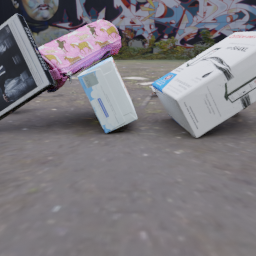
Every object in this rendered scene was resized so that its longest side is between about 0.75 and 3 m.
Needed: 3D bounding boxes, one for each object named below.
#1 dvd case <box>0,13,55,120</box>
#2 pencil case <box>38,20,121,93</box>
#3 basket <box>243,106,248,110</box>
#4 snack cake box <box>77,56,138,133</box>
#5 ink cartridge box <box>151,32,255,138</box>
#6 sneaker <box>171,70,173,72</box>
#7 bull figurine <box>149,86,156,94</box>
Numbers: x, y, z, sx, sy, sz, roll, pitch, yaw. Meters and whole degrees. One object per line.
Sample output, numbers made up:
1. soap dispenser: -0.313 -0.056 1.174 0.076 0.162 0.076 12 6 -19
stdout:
1. dvd case: -3.032 -1.226 6.593 2.400 1.803 0.297 -28 -4 18
2. pencil case: -1.379 -2.095 7.804 2.830 1.224 1.171 -45 8 -39
3. basket: 3.342 -0.845 8.644 0.579 0.767 0.851 -23 12 5
4. snack cake box: -0.531 -1.062 7.777 0.906 1.551 2.697 -25 15 4
5. ink cartridge box: 2.294 -1.233 7.134 2.832 1.194 2.067 -33 21 0
6. sneaker: 1.730 -1.849 11.422 0.506 1.036 0.366 -16 36 -33
7. bull figurine: 1.340 -1.677 12.112 1.181 0.385 0.717 5 35 -34
